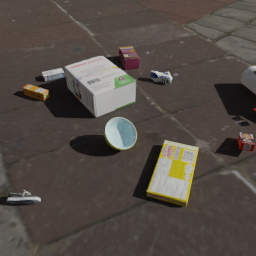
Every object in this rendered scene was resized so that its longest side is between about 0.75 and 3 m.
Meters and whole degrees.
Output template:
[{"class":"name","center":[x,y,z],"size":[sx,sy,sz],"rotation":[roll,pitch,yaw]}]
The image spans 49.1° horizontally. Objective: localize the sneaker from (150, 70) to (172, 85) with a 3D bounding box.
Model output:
[{"class":"sneaker","center":[1.698,-2.527,13.750],"size":[1.132,0.457,0.654],"rotation":[25,42,17]}]

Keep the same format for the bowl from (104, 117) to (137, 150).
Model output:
[{"class":"bowl","center":[-0.354,0.289,10.089],"size":[1.211,0.652,1.211],"rotation":[10,64,-21]}]

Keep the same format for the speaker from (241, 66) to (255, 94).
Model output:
[{"class":"speaker","center":[6.000,-1.783,12.199],"size":[1.027,1.027,2.530],"rotation":[-7,34,-8]}]

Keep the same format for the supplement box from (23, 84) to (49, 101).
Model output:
[{"class":"supplement box","center":[-4.144,-1.599,12.639],"size":[1.198,0.399,0.412],"rotation":[20,42,21]}]

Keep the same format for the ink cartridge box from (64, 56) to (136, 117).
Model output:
[{"class":"ink cartridge box","center":[-1.271,-1.938,12.416],"size":[2.037,1.181,2.814],"rotation":[-24,46,-25]}]

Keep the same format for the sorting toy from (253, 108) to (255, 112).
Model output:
[{"class":"sorting toy","center":[5.737,-0.615,11.466],"size":[1.663,0.281,0.802],"rotation":[-16,41,-39]}]

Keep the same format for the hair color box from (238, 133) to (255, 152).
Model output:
[{"class":"hair color box","center":[4.232,0.491,10.038],"size":[0.471,0.284,0.928],"rotation":[11,23,12]}]

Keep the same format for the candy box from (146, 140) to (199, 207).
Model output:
[{"class":"candy box","center":[1.520,1.377,9.170],"size":[1.241,0.321,2.428],"rotation":[11,41,16]}]

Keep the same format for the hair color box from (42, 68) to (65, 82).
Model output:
[{"class":"hair color box","center":[-3.718,-2.653,13.951],"size":[1.003,0.303,0.501],"rotation":[-16,43,-18]}]

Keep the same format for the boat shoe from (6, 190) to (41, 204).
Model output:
[{"class":"boat shoe","center":[-3.081,2.055,8.340],"size":[1.007,0.372,0.344],"rotation":[-4,53,9]}]

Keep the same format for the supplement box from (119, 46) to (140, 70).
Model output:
[{"class":"supplement box","center":[0.050,-3.773,15.025],"size":[0.804,0.624,1.457],"rotation":[-9,41,-11]}]
